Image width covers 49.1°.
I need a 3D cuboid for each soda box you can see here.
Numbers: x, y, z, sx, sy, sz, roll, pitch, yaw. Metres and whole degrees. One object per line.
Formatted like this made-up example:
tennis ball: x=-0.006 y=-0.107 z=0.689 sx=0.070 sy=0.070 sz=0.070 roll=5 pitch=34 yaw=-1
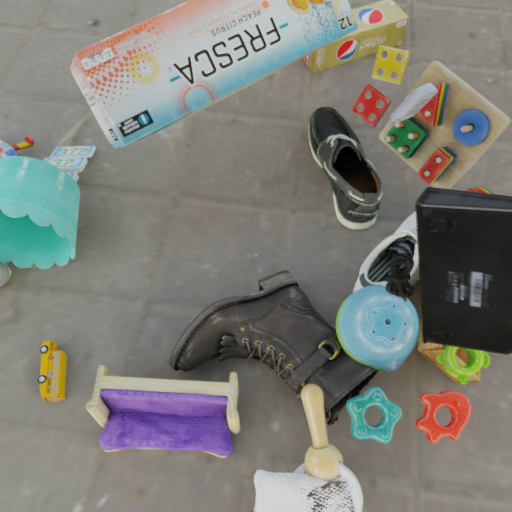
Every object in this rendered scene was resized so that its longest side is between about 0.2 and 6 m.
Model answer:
soda box: x=2.320 y=-5.341 z=13.546 sx=2.540 sy=0.813 sz=0.860 roll=-21 pitch=61 yaw=-13
soda box: x=-0.683 y=-3.547 z=9.554 sx=4.660 sy=1.594 sz=1.482 roll=-30 pitch=18 yaw=-13

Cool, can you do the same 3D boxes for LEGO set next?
LEGO set: x=-4.819 y=-1.978 z=11.222 sx=2.726 sy=0.669 sz=2.036 roll=-1 pitch=33 yaw=1

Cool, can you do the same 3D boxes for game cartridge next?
game cartridge: x=2.273 y=-2.190 z=7.963 sx=0.179 sy=0.583 sz=0.876 roll=52 pitch=36 yaw=4

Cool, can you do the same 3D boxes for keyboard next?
keyboard: x=2.364 y=0.266 z=6.695 sx=1.677 sy=2.793 sz=0.358 roll=6 pitch=52 yaw=23

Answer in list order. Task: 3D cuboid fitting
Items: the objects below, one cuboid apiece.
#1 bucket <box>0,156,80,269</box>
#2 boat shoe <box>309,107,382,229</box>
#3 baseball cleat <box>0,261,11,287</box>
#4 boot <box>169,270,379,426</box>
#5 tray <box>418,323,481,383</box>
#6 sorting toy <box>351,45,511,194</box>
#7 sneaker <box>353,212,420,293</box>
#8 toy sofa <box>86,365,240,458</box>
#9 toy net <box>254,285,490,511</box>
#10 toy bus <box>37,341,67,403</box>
bucket: x=-4.145 y=-0.752 z=10.039 sx=2.006 sy=2.006 sz=1.305 roll=1 pitch=61 yaw=1
boat shoe: x=1.828 y=-2.037 z=11.409 sx=1.096 sy=1.032 sz=3.051 roll=-11 pitch=58 yaw=-5
baseball cleat: x=-5.430 y=0.303 z=9.975 sx=1.882 sy=1.002 sz=0.656 roll=4 pitch=94 yaw=10
boot: x=0.377 y=1.706 z=9.090 sx=2.935 sy=1.016 sz=2.555 roll=-31 pitch=63 yaw=-20
tray: x=3.395 y=0.680 z=9.600 sx=0.487 sy=1.297 sz=2.630 roll=-15 pitch=47 yaw=43
sorting toy: x=2.795 y=-2.077 z=8.957 sx=3.198 sy=1.542 sz=0.541 roll=48 pitch=38 yaw=18
sneaker: x=2.847 y=-0.103 z=10.190 sx=1.054 sy=1.022 sz=2.886 roll=34 pitch=64 yaw=19
toy sofa: x=-1.387 y=2.418 z=8.694 sx=2.271 sy=0.940 sz=1.108 roll=3 pitch=57 yaw=2
toy net: x=1.576 y=2.630 z=8.331 sx=2.317 sy=0.853 sz=4.416 roll=31 pitch=79 yaw=4
toy bus: x=-3.401 y=1.918 z=9.361 sx=0.385 sy=0.320 sz=0.984 roll=-6 pitch=59 yaw=-4
